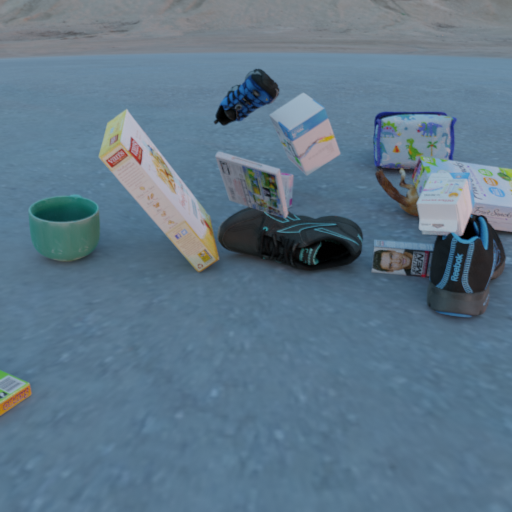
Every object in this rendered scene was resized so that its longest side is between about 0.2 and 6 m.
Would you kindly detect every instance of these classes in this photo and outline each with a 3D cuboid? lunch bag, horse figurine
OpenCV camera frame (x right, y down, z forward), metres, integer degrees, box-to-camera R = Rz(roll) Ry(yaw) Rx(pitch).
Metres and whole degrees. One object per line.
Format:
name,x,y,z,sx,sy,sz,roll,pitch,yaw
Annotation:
lunch bag,4.285,-3.193,15.444,2.055,1.540,2.417,2,11,10
horse figurine,3.719,-1.343,12.211,2.395,0.598,1.587,1,41,-18

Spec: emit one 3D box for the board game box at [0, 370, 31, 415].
board game box,-3.543,1.534,6.664,1.612,0.242,0.770,16,28,26

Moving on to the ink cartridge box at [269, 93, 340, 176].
ink cartridge box,1.090,-2.684,12.419,0.954,1.306,0.958,-34,43,-3

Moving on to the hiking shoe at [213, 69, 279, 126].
hiking shoe,-0.199,-3.206,11.745,0.905,0.777,2.088,-56,17,-12

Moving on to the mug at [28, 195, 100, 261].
mug,-3.348,-0.490,10.120,1.182,0.890,1.439,20,30,24

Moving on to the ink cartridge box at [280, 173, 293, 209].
ink cartridge box,0.222,-1.548,12.628,1.250,0.746,0.262,12,25,24

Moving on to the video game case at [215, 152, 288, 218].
video game case,-0.050,-1.075,8.601,1.037,1.138,0.125,20,64,20

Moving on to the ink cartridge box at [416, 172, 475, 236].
ink cartridge box,2.833,-0.748,8.393,0.605,0.589,0.941,4,42,34

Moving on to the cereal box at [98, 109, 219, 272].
cereal box,-1.625,-1.134,9.648,0.511,2.586,1.860,-32,30,8

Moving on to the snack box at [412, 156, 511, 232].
snack box,4.545,-1.246,11.406,2.368,0.627,1.684,7,36,-4

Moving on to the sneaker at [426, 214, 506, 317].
sneaker,3.533,-0.203,9.131,1.145,1.281,3.127,8,25,20

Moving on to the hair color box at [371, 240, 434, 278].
hair color box,2.499,0.047,9.499,1.028,0.509,0.312,5,26,11

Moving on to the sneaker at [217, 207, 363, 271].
sneaker,0.587,-0.293,9.708,2.583,0.974,1.024,1,27,4
